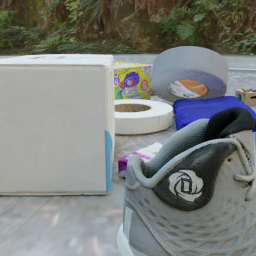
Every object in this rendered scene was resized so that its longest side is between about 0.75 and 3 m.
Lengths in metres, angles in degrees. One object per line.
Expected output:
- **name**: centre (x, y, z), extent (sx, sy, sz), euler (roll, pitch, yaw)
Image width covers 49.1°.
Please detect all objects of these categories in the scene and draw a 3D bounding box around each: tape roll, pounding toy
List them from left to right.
- **tape roll**: centre (0.052, -0.368, 7.653), extent (2.379, 0.435, 2.379), euler (0, 17, 0)
- **tape roll**: centre (1.907, -1.547, 8.833), extent (2.372, 0.784, 2.372), euler (9, -18, 3)
- **pounding toy**: centre (4.224, -1.165, 9.892), extent (0.913, 0.649, 0.840), euler (-2, 17, -6)

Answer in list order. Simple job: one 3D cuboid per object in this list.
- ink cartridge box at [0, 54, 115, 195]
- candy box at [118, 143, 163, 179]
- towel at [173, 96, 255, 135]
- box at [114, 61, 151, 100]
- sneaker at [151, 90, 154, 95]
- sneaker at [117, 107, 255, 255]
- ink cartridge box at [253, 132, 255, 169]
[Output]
- **ink cartridge box**: centre (-1.197, -0.291, 5.003), extent (1.892, 1.901, 2.591), euler (0, 17, -1)
- **candy box**: centre (0.458, 0.609, 4.766), extent (0.744, 0.333, 1.090), euler (15, 23, 39)
- **towel**: centre (2.161, -0.260, 7.221), extent (1.908, 0.640, 2.584), euler (-4, 17, 9)
- **box**: centre (-0.701, -1.567, 9.984), extent (2.246, 1.370, 2.163), euler (-16, 25, -41)
- **sneaker**: centre (1.043, -1.549, 11.464), extent (0.792, 0.440, 1.132), euler (9, 20, 29)
- **sneaker**: centre (1.290, 0.631, 2.522), extent (2.825, 1.631, 1.060), euler (0, 18, 2)
- **ink cartridge box**: centre (3.132, 0.735, 4.073), extent (2.460, 0.499, 2.455), euler (7, 19, 22)
